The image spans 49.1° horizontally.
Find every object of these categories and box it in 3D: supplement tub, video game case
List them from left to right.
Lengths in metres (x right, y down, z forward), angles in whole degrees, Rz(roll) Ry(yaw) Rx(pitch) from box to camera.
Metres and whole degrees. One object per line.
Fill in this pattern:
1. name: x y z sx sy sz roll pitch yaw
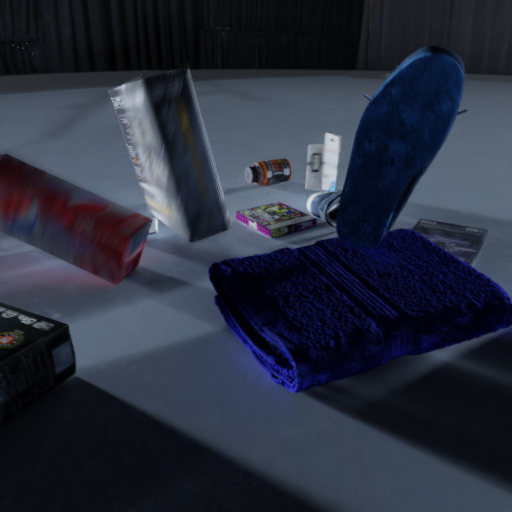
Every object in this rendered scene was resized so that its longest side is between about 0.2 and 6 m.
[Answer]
1. supplement tub: 0.340 -2.384 16.005 1.283 0.686 0.686 -13 27 -27
2. video game case: 0.449 -0.856 13.034 1.315 0.260 1.451 -15 28 -30
3. video game case: 3.928 -0.277 11.808 1.496 0.199 2.095 13 28 27

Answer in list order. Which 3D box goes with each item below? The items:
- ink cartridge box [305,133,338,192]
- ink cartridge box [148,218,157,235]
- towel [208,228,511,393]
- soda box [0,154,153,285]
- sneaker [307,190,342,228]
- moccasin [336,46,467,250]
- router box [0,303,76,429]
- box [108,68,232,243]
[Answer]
1. ink cartridge box: 1.618 -2.274 13.696 0.459 1.352 0.784 7 5 32
2. ink cartridge box: -2.557 -0.558 12.321 0.763 0.155 0.765 -11 29 -2
3. towel: 1.569 0.734 8.722 3.993 0.989 2.948 -11 33 -24
4. soda box: -3.633 -0.701 10.365 3.168 1.109 1.005 24 23 3
5. sneaker: 2.467 -1.201 12.806 2.272 0.864 1.642 -16 15 -7
6. moccasin: 1.985 -1.621 8.386 1.354 3.366 1.148 30 45 6
7. router box: -4.126 1.360 7.200 2.811 0.873 2.106 12 26 25
8. box: -1.854 -2.108 11.419 0.908 2.974 3.755 -22 20 -16
